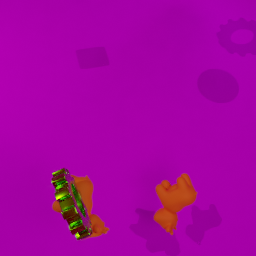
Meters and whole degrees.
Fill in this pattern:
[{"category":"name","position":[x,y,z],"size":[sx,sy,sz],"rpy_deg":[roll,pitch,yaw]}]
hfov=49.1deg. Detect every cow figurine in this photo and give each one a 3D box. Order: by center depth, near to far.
[{"category":"cow figurine","position":[-0.781,1.406,5.026],"size":[1.062,0.593,1.079],"rpy_deg":[14,83,8]},{"category":"cow figurine","position":[0.954,1.536,5.589],"size":[1.059,0.581,1.042],"rpy_deg":[-26,85,29]}]

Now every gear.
[{"category":"gear","position":[-0.836,1.133,4.233],"size":[0.198,1.073,1.073],"rpy_deg":[-23,74,-6]}]
